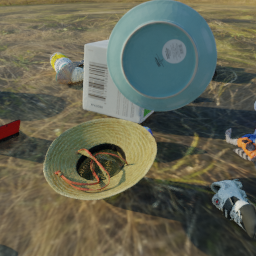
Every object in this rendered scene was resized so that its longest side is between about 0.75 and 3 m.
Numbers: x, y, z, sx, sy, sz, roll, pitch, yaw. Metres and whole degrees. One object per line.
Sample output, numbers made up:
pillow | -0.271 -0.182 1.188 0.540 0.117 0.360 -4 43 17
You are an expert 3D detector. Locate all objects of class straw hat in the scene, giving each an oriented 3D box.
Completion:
straw hat | -0.609 0.985 6.637 2.712 1.148 2.712 -4 36 3

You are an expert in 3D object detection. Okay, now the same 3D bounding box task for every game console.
game console | -4.069 0.080 8.615 1.082 0.745 1.255 26 38 36

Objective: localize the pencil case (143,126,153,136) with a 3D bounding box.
pencil case | 0.015 0.320 8.316 1.481 0.643 0.578 -8 -7 -16

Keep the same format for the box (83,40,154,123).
box | -0.099 -1.742 9.901 2.347 2.335 2.010 15 26 19

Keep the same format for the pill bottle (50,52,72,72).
pill bottle | -3.297 -3.170 14.130 0.925 0.925 1.663 -14 33 -23

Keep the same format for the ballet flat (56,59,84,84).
ballet flat | -2.287 -2.737 13.415 0.949 0.961 2.823 19 35 16

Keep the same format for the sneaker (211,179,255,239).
sneaker | 2.214 1.699 5.966 0.745 0.624 1.683 0 20 1

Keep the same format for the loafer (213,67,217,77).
loafer | 3.623 -3.390 14.368 1.075 1.051 2.945 -7 30 -12

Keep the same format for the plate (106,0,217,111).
plate | 0.813 -1.747 7.298 2.923 2.923 0.373 6 26 10

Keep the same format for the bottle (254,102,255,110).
bottle | 4.861 -0.383 9.033 1.125 0.880 2.694 -35 14 16

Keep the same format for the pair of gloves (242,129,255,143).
pair of gloves | 4.350 0.445 8.555 1.558 0.177 1.252 23 37 35

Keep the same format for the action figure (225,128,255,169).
action figure | 3.778 0.882 7.333 2.149 1.124 2.079 16 29 -27
